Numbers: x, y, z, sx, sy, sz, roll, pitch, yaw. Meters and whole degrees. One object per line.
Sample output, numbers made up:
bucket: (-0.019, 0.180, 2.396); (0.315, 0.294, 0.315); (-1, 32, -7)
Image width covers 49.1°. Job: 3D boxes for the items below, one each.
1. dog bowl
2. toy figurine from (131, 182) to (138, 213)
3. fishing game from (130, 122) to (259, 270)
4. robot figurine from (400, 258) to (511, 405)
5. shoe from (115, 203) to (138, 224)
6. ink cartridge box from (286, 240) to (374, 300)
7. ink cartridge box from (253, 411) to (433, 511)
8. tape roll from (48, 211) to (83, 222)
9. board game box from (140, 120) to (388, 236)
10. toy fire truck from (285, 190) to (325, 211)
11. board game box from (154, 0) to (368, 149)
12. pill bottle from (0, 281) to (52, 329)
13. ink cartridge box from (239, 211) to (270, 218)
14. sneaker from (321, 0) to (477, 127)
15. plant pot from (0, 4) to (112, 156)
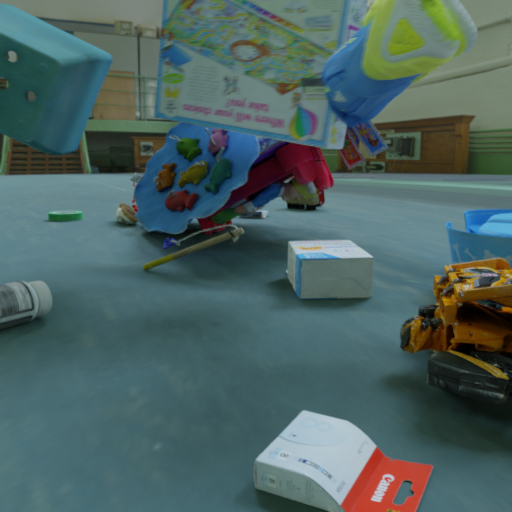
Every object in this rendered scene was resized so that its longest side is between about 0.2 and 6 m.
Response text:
dog bowl: (3.788, -0.071, 7.788); (1.976, 0.879, 3.546); (5, 12, 27)
toy figurine: (-1.906, -1.602, 14.441); (2.295, 1.211, 1.375); (-28, -39, 14)
fishing game: (-1.104, -1.493, 9.052); (2.543, 3.552, 0.552); (-15, -36, 29)
robot figurine: (2.694, 0.566, 4.249); (3.098, 0.902, 2.246); (2, 9, 13)
shoe: (-3.289, -0.991, 14.257); (0.545, 0.416, 1.558); (31, 3, -22)
ink cartridge box: (0.929, 0.126, 7.608); (0.932, 0.549, 1.618); (-1, 11, -4)
ink cartridge box: (0.496, 1.144, 3.086); (0.823, 0.194, 0.658); (4, 11, 28)
tape roll: (-5.096, -1.067, 14.988); (0.877, 0.211, 0.877); (-1, 11, 0)
board game box: (0.270, -1.425, 11.889); (4.742, 1.168, 6.001); (-28, 1, -28)
toy fire truck: (1.781, -1.854, 17.985); (1.397, 0.899, 1.230); (-23, 23, -40)
board game box: (-0.081, -2.730, 7.769); (3.022, 2.032, 0.517); (18, 18, 31)
pill bottle: (-2.566, 0.509, 5.799); (0.451, 0.451, 0.792); (8, 12, 35)
ink cartridge box: (-0.030, -1.160, 15.669); (0.691, 0.214, 0.852); (3, 3, 19)
sneaker: (1.343, -2.106, 5.673); (1.398, 1.008, 2.661); (-35, 4, 35)
plant pot: (-3.394, -2.549, 8.188); (1.804, 1.803, 2.552); (23, 12, -15)
